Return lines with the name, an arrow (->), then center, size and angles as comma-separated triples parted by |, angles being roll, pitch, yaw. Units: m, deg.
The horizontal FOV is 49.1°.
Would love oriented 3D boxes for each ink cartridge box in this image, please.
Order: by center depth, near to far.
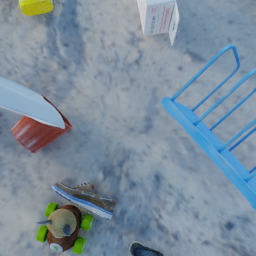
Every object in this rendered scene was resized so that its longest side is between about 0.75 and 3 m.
ink cartridge box -> 0.795, -3.905, 8.490 | 0.874, 1.484, 2.577 | -9, 74, -2

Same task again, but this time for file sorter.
file sorter -> 2.262, 0.031, 5.185 | 1.621, 1.834, 2.643 | -45, 70, 16

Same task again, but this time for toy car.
toy car -> -1.626, 2.430, 6.739 | 1.222, 1.488, 1.174 | 16, 74, 5

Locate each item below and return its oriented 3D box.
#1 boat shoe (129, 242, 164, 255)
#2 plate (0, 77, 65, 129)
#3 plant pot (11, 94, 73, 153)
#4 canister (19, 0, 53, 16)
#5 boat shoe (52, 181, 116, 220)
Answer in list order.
boat shoe -> 0.666, 3.346, 7.020 | 1.393, 0.462, 0.520 | 35, 77, 9
plate -> -2.880, -0.806, 5.266 | 2.970, 2.977, 0.481 | 22, 84, -30
plant pot -> -2.383, -0.040, 7.641 | 1.227, 1.262, 1.262 | -42, 78, -2
canister -> -3.062, -4.487, 9.116 | 1.086, 0.633, 1.463 | -13, 76, -4
boat shoe -> -1.134, 1.776, 7.426 | 1.753, 0.633, 0.634 | 28, 71, -3
